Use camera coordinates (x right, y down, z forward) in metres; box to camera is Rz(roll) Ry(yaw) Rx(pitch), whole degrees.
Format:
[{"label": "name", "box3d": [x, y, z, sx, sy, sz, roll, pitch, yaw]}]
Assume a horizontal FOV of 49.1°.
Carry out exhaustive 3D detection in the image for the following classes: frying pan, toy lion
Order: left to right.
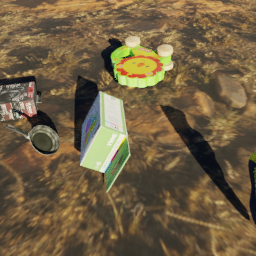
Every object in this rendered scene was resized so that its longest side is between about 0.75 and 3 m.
[{"label": "frying pan", "box3d": [-2.574, 0.361, 7.717, 1.533, 0.249, 0.927, -1, 64, -47]}, {"label": "toy lion", "box3d": [0.390, -2.703, 11.798, 2.866, 0.984, 2.748, 27, 51, 32]}]

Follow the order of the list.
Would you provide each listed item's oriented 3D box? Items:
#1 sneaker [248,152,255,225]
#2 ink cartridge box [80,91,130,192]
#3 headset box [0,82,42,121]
[{"label": "sneaker", "box3d": [2.911, 1.320, 5.691, 0.693, 1.685, 0.623, -1, 2, -14]}, {"label": "ink cartridge box", "box3d": [-0.660, 0.244, 7.304, 0.751, 1.315, 2.534, 20, 30, -19]}, {"label": "headset box", "box3d": [-3.928, -0.934, 9.657, 1.835, 0.709, 1.365, -8, 38, -12]}]
